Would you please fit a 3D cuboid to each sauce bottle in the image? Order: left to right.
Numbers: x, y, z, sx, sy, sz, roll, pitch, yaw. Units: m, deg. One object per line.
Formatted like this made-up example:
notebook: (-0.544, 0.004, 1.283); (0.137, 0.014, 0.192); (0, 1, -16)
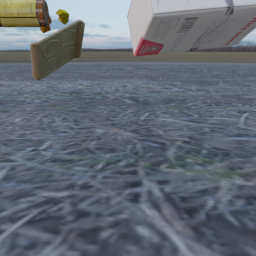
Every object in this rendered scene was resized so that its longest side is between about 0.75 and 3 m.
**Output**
sauce bottle: (-2.414, -2.255, 5.493); (1.649, 0.544, 0.544); (1, 16, -3)

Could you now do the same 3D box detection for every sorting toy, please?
sorting toy: (-1.919, -2.364, 7.608); (1.670, 2.242, 0.300); (-38, 78, -28)

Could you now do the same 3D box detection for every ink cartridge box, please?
ink cartridge box: (1.440, -2.484, 6.011); (2.593, 1.073, 1.900); (-9, -8, -10)
